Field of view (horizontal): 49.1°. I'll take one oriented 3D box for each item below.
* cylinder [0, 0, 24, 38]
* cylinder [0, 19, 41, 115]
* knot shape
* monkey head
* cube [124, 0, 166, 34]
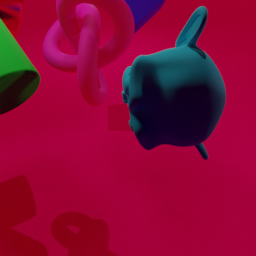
[{"bbox_3d":[-2.876,-2.591,5.632,1.288,1.288,1.288,3,32,-31],"label":"cylinder"},{"bbox_3d":[-2.333,-1.015,4.643,1.261,1.261,1.261,-31,82,-35],"label":"cylinder"},{"bbox_3d":[-0.711,-1.310,4.866,0.941,1.906,2.037,-17,10,-35],"label":"knot shape"},{"bbox_3d":[0.466,-0.399,3.152,1.045,1.734,1.248,-12,29,-5],"label":"monkey head"},{"bbox_3d":[0.245,-3.949,8.626,1.314,1.314,1.314,-43,7,1],"label":"cube"}]
